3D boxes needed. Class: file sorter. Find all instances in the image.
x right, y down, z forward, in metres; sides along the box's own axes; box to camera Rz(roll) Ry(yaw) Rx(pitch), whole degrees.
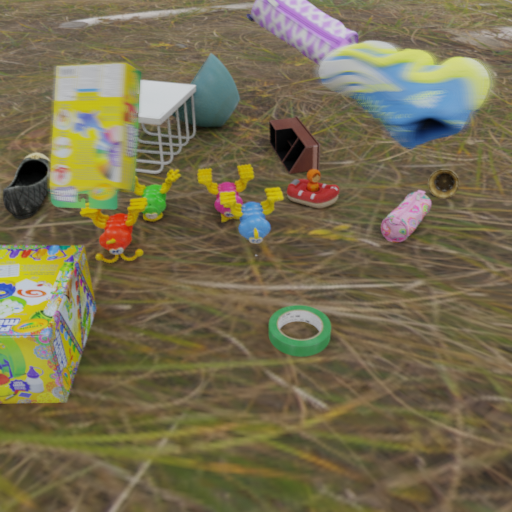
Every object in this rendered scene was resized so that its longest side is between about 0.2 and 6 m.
[{"bbox_3d":[-2.903,-3.549,15.293,1.839,1.650,2.650,8,35,12],"label":"file sorter"}]

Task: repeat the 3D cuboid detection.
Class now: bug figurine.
[{"bbox_3d":[-1.468,-0.968,12.065,4.077,1.049,3.162,-4,28,1],"label":"bug figurine"}]

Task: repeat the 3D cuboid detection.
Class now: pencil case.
[{"bbox_3d":[1.039,-5.052,12.263,2.489,1.045,1.064,37,0,13],"label":"pencil case"},{"bbox_3d":[3.306,-0.883,12.280,0.672,0.672,1.536,22,41,28],"label":"pencil case"}]

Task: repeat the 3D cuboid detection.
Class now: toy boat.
[{"bbox_3d":[1.360,-1.661,13.262,1.244,0.813,0.811,18,38,24],"label":"toy boat"}]

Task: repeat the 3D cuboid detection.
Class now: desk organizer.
[{"bbox_3d":[1.017,-3.064,15.383,0.833,0.776,2.163,-9,35,-9],"label":"desk organizer"}]

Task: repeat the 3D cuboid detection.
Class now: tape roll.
[{"bbox_3d":[0.736,1.256,9.485,1.045,0.251,1.045,1,34,0],"label":"tape roll"}]

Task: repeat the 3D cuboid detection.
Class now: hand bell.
[{"bbox_3d":[4.771,-1.950,14.045,0.723,0.723,1.388,14,24,19],"label":"hand bell"}]

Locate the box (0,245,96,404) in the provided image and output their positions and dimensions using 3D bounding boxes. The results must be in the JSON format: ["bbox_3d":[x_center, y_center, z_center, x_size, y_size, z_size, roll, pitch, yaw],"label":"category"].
[{"bbox_3d":[-3.986,1.008,8.798,2.323,1.417,2.237,0,34,-1],"label":"box"}]

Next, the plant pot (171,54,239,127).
[{"bbox_3d":[-1.385,-4.790,17.079,1.471,2.185,2.185,33,31,-16],"label":"plant pot"}]

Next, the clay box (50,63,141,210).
[{"bbox_3d":[-2.635,-1.910,9.158,1.324,2.305,0.549,4,2,19],"label":"clay box"}]

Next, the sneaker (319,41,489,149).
[{"bbox_3d":[2.084,-2.489,8.730,2.730,1.034,1.434,13,66,29],"label":"sneaker"}]

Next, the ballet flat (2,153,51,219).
[{"bbox_3d":[-5.461,-1.889,13.596,0.948,0.811,2.854,-6,35,-8],"label":"ballet flat"}]
